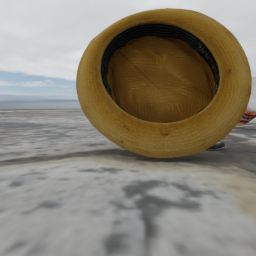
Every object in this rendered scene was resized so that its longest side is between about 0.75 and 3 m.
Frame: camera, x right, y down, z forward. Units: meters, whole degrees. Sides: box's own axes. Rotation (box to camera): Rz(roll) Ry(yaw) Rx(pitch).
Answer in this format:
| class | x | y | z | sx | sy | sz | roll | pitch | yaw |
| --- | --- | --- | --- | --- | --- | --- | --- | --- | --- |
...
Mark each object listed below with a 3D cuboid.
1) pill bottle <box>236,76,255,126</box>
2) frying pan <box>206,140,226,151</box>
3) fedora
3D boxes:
| class | x | y | z | sx | sy | sz | roll | pitch | yaw |
| --- | --- | --- | --- | --- | --- | --- | --- | --- | --- |
| pill bottle | 3.420 | -0.700 | 8.328 | 1.056 | 1.056 | 1.849 | 0 | -15 | -1 |
| frying pan | 1.262 | 0.245 | 4.918 | 0.570 | 0.153 | 0.942 | -11 | 14 | -30 |
| fedora | 0.507 | -0.659 | 4.445 | 2.661 | 2.661 | 1.085 | 1 | -23 | 11 |
